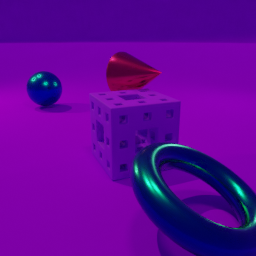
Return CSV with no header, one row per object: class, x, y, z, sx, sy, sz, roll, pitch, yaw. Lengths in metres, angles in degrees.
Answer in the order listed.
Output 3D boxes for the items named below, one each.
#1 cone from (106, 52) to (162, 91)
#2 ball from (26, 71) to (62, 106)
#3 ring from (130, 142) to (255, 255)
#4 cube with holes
cone,0.300,-1.195,6.253,1.128,1.124,1.124,5,17,43
ball,-2.980,-1.405,10.015,1.237,1.237,1.237,0,19,0
ring,0.957,0.871,3.707,1.994,0.399,1.994,21,25,-10
cube with holes,0.085,0.036,5.714,1.370,1.370,1.370,-8,20,-22
